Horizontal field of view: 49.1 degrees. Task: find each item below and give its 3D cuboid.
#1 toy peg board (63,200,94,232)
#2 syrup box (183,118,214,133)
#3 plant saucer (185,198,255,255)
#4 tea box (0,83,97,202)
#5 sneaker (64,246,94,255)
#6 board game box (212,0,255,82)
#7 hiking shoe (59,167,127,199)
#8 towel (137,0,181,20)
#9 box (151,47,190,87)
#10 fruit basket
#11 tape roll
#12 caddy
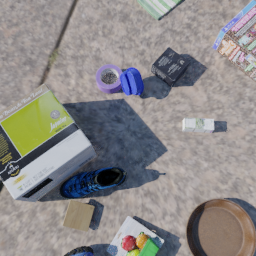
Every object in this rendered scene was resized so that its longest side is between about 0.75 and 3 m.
[{"bbox_3d":[-1.713,3.003,9.645,0.867,0.426,0.871,19,74,-13],"label":"toy peg board"},{"bbox_3d":[2.635,-0.101,10.501,1.105,0.450,0.435,3,73,1],"label":"syrup box"},{"bbox_3d":[3.069,3.572,9.421,2.341,0.428,2.341,0,74,0],"label":"plant saucer"},{"bbox_3d":[-3.026,0.552,9.550,2.813,1.879,2.767,-35,76,-10],"label":"tea box"},{"bbox_3d":[-2.080,4.809,8.865,2.677,1.008,1.050,-42,85,-2],"label":"sneaker"},{"bbox_3d":[5.059,-3.365,11.066,2.017,1.225,2.530,-43,78,-12],"label":"board game box"},{"bbox_3d":[-1.234,1.786,9.626,2.403,1.042,0.894,-17,74,-5],"label":"hiking shoe"},{"bbox_3d":[1.477,-5.750,12.316,1.860,0.218,1.419,-41,78,-11],"label":"towel"},{"bbox_3d":[1.659,-2.411,11.092,1.087,0.638,1.069,39,77,11],"label":"box"},{"bbox_3d":[0.247,3.914,9.300,1.465,0.687,1.357,27,75,24],"label":"fruit basket"},{"bbox_3d":[-0.722,-1.934,11.045,1.072,0.456,1.072,0,72,0],"label":"tape roll"},{"bbox_3d":[0.180,-1.733,10.582,0.572,0.771,1.090,-31,111,-44],"label":"caddy"}]
